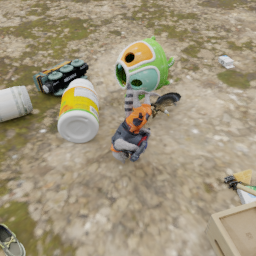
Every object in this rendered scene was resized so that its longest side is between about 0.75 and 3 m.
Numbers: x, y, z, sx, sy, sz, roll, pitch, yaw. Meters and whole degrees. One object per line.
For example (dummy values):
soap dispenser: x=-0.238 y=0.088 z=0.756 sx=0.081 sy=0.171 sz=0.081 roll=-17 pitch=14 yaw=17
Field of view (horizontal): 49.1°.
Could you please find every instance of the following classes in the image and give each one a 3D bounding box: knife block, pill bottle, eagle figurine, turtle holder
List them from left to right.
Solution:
pill bottle: x=-1.755 y=-0.737 z=10.206 sx=1.360 sy=1.360 sz=2.448 roll=-3 pitch=41 yaw=-4
turtle holder: x=0.364 y=-1.963 z=9.815 sx=1.650 sy=2.323 sz=1.765 roll=-25 pitch=85 yaw=-24
eagle figurine: x=1.307 y=-0.845 z=10.352 sx=1.185 sy=0.894 sz=0.899 roll=-45 pitch=38 yaw=-14
knife block: x=3.307 y=1.509 z=8.477 sx=0.743 sy=0.271 sz=0.847 roll=19 pitch=46 yaw=18

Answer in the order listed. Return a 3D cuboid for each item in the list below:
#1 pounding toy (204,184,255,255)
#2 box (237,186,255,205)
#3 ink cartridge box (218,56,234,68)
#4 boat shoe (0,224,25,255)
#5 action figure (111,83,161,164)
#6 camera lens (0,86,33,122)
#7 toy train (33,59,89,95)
pounding toy: x=3.071 y=2.403 z=6.890 sx=2.151 sy=0.984 sz=1.890 roll=-12 pitch=45 yaw=-13
box: x=3.934 y=2.088 z=7.834 sx=1.434 sy=0.261 sz=1.035 roll=-1 pitch=42 yaw=-3
ink cartridge box: x=4.908 y=-3.288 z=13.921 sx=0.456 sy=0.263 sz=0.787 roll=-15 pitch=44 yaw=-17
boat shoe: x=-2.967 y=2.819 z=6.943 sx=1.142 sy=0.341 sz=0.408 roll=32 pitch=50 yaw=31
action figure: x=0.164 y=-0.063 z=8.779 sx=1.307 sy=2.417 sz=2.499 roll=24 pitch=12 yaw=4
camera lens: x=-4.452 y=-0.920 z=10.576 sx=1.408 sy=1.127 sz=1.127 roll=-19 pitch=45 yaw=-20
toy train: x=-2.903 y=-2.312 z=12.304 sx=1.435 sy=1.073 sz=2.518 roll=18 pitch=44 yaw=33
